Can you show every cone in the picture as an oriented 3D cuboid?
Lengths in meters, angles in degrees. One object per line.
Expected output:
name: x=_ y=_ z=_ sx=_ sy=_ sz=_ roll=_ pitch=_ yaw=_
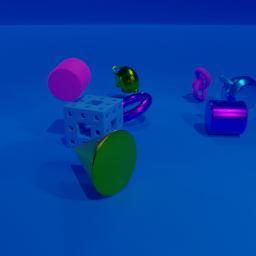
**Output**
cone: x=-0.713 y=0.561 z=5.762 sx=1.299 sy=1.294 sz=1.294 roll=12 pitch=25 yaw=37

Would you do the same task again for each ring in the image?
ring: x=0.060 y=-0.680 z=9.197 sx=1.587 sy=0.317 sz=1.587 roll=-23 pitch=25 yaw=11

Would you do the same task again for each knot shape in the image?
knot shape: x=2.908 y=-1.832 z=11.190 sx=0.606 sy=1.312 sz=1.228 roll=6 pitch=30 yaw=6

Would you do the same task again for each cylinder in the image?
cylinder: x=2.813 y=-0.309 z=8.140 sx=0.985 sy=0.985 sz=0.985 roll=2 pitch=23 yaw=4
cylinder: x=-1.548 y=-1.292 z=7.470 sx=0.911 sy=0.911 sz=0.911 roll=3 pitch=30 yaw=6

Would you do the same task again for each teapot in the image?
teapot: x=3.507 y=-1.072 z=8.865 sx=1.855 sy=1.154 sz=0.908 roll=36 pitch=9 yaw=-25
teapot: x=-0.063 y=-1.789 z=10.978 sx=0.860 sy=1.092 sz=1.756 roll=-30 pitch=71 yaw=-14

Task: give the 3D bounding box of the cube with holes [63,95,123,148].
cube with holes: x=-0.884 y=-0.136 z=7.511 sx=1.151 sy=1.151 sz=1.151 roll=9 pitch=24 yaw=21
